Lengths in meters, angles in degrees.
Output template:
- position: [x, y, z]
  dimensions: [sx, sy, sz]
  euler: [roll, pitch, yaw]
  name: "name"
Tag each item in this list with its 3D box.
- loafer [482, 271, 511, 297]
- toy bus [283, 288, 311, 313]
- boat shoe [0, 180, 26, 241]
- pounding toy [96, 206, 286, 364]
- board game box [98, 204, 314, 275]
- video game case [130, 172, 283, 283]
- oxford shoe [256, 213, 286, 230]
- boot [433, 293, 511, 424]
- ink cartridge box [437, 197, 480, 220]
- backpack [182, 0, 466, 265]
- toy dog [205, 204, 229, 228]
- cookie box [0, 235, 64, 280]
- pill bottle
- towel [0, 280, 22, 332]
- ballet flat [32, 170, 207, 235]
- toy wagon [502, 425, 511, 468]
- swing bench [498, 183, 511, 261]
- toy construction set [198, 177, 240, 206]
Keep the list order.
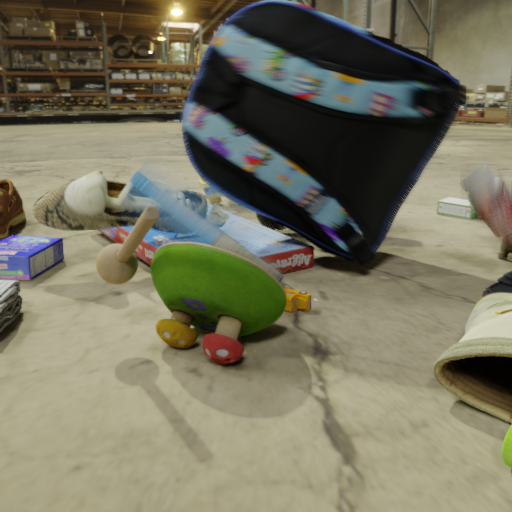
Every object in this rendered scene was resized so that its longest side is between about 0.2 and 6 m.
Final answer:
- position: [4.174, 0.286, 7.835]
  dimensions: [2.503, 0.788, 0.900]
  euler: [-7, 18, -22]
  name: "loafer"
- position: [0.376, 0.596, 7.735]
  dimensions: [0.764, 0.249, 0.299]
  euler: [11, 19, 35]
  name: "toy bus"
- position: [-5.513, -0.900, 11.384]
  dimensions: [1.060, 0.995, 2.946]
  euler: [-2, 17, -6]
  name: "boat shoe"
- position: [-0.762, 0.579, 6.334]
  dimensions: [2.154, 0.999, 1.662]
  euler: [30, -29, -22]
  name: "pounding toy"
- position: [-1.269, -0.412, 10.482]
  dimensions: [2.330, 0.440, 4.527]
  euler: [-10, 22, -34]
  name: "board game box"
- position: [-0.589, -0.308, 7.536]
  dimensions: [1.542, 0.192, 2.155]
  euler: [36, 1, 27]
  name: "video game case"
- position: [1.374, -1.667, 11.474]
  dimensions: [3.050, 1.287, 1.108]
  euler: [-34, 69, -12]
  name: "oxford shoe"
- position: [3.110, 1.002, 5.375]
  dimensions: [2.393, 0.863, 1.851]
  euler: [5, 16, 34]
  name: "boot"
- position: [4.926, -1.093, 13.146]
  dimensions: [1.170, 0.347, 0.607]
  euler: [16, 23, 42]
  name: "ink cartridge box"
- position: [0.874, -2.151, 9.175]
  dimensions: [3.748, 3.421, 2.521]
  euler: [26, 22, 0]
  name: "backpack"
- position: [-0.700, -0.577, 9.483]
  dimensions: [0.341, 0.474, 0.488]
  euler: [38, -19, 3]
  name: "toy dog"
- position: [-3.932, 0.014, 9.344]
  dimensions: [0.985, 0.433, 1.152]
  euler: [3, 17, 9]
  name: "cookie box"
- position: [3.658, -0.850, 8.653]
  dimensions: [0.570, 1.040, 0.570]
  euler: [-37, -2, -1]
  name: "pill bottle"
- position: [-3.598, 0.699, 6.994]
  dimensions: [1.022, 0.528, 1.235]
  euler: [0, 15, -6]
  name: "towel"
- position: [-2.145, -0.921, 9.115]
  dimensions: [2.811, 0.953, 1.058]
  euler: [3, -29, -17]
  name: "ballet flat"
- position: [3.361, 1.553, 4.068]
  dimensions: [2.806, 0.555, 2.177]
  euler: [-11, 21, -33]
  name: "toy wagon"
- position: [4.737, -0.609, 9.353]
  dimensions: [1.053, 1.615, 1.624]
  euler: [3, 17, 5]
  name: "swing bench"
- position: [0.371, -2.282, 14.523]
  dimensions: [3.618, 1.667, 2.372]
  euler: [0, 28, -1]
  name: "toy construction set"
